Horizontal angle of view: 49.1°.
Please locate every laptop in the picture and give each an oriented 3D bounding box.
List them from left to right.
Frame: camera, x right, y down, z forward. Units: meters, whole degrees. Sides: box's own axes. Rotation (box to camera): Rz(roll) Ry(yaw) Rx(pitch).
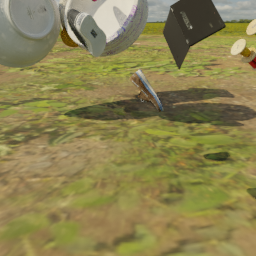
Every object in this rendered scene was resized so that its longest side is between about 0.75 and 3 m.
[{"bbox_3d":[1.038,-1.633,4.648,0.931,0.871,0.539,-26,-23,19],"label":"laptop"}]

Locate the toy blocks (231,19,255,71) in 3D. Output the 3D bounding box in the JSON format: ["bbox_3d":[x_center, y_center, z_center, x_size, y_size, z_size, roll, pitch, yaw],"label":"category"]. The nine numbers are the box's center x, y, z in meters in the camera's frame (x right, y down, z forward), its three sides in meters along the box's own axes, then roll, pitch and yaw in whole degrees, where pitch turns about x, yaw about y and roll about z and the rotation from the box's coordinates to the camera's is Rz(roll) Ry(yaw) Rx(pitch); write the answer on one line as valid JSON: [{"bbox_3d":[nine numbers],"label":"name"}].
[{"bbox_3d":[3.845,-2.281,8.060,1.402,1.169,0.509,24,26,-25],"label":"toy blocks"}]

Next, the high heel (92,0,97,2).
[{"bbox_3d":[-0.800,-3.547,6.964,0.713,0.500,1.482,-33,21,25],"label":"high heel"}]

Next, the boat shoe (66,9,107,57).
[{"bbox_3d":[-0.528,-1.200,3.559,0.298,0.315,0.879,33,0,15],"label":"boat shoe"}]

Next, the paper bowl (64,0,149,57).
[{"bbox_3d":[-0.542,-3.173,7.965,2.318,2.318,1.205,11,-3,25],"label":"paper bowl"}]

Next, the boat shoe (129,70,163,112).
[{"bbox_3d":[0.367,-0.691,5.657,0.344,0.952,0.344,-33,5,8],"label":"boat shoe"}]

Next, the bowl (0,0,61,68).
[{"bbox_3d":[-3.026,-3.207,8.028,1.319,2.935,2.935,11,24,43],"label":"bowl"}]

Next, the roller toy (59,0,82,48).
[{"bbox_3d":[-1.334,-3.837,9.525,2.209,2.015,1.544,-15,4,-10],"label":"roller toy"}]
